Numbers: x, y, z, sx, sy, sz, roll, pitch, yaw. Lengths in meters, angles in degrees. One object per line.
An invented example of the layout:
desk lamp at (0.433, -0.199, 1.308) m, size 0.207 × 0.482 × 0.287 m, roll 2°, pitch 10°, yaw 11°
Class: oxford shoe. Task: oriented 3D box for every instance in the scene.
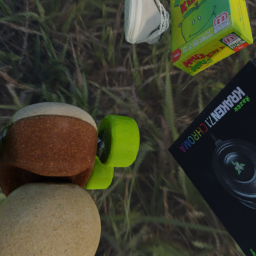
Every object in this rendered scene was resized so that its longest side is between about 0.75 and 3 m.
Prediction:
oxford shoe at (0.348, -1.938, 4.917) m, size 0.756 × 2.619 × 0.985 m, roll 7°, pitch 102°, yaw 5°

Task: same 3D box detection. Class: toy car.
toy car at (-1.166, 1.355, 3.999) m, size 2.443 × 2.346 × 2.974 m, roll 5°, pitch 60°, yaw -22°

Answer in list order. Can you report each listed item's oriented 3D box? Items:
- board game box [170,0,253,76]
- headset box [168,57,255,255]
board game box at (1.469, -2.435, 5.364) m, size 0.602 × 1.283 × 2.527 m, roll 18°, pitch 62°, yaw -34°
headset box at (2.321, 0.679, 4.138) m, size 1.315 × 2.469 × 2.835 m, roll -25°, pitch 71°, yaw -30°
